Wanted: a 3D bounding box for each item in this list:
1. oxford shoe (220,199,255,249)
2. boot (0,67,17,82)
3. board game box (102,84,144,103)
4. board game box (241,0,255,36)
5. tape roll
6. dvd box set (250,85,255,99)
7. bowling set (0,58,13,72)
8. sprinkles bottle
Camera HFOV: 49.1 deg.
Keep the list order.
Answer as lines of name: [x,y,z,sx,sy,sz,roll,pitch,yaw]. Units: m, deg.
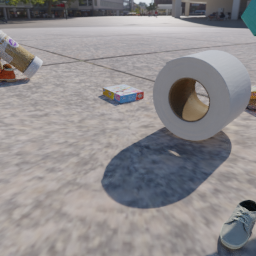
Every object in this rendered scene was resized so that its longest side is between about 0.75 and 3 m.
oxford shoe: [1.551,1.287,3.869,0.362,0.278,0.964,22,34,35]
boot: [-5.178,-2.278,11.738,1.111,0.596,0.417,7,26,20]
board game box: [-0.181,-1.215,9.683,0.937,0.247,1.224,-15,27,-30]
board game box: [3.278,-2.555,4.189,1.963,2.581,0.581,-5,58,-20]
tape roll: [1.729,-0.802,6.620,1.926,1.926,1.323,19,29,36]
dvd box set: [4.424,-1.197,8.895,1.300,0.261,1.777,-20,12,-33]
bowling set: [-6.036,-2.925,12.193,2.605,1.398,1.813,14,27,28]
sprinkles bottle: [-4.952,-3.230,11.478,2.825,0.964,0.964,36,8,-27]
